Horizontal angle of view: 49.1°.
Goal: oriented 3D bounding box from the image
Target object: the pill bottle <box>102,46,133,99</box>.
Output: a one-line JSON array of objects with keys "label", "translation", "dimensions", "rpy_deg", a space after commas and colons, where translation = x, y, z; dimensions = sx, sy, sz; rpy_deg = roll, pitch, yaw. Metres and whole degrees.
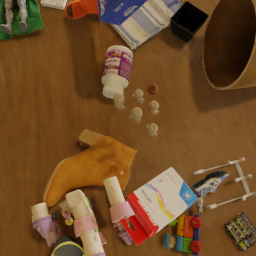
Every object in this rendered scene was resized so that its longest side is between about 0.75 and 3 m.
[{"label": "pill bottle", "translation": [-0.346, -1.639, 8.358], "dimensions": [0.813, 0.813, 1.448], "rpy_deg": [8, 74, 2]}]

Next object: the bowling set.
[{"label": "bowling set", "translation": [0.333, -0.425, 5.376], "dimensions": [1.122, 0.602, 0.781], "rpy_deg": [44, 80, 8]}]

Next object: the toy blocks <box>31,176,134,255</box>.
[{"label": "toy blocks", "translation": [-0.941, 2.573, 6.464], "dimensions": [2.320, 2.168, 1.953], "rpy_deg": [-18, 70, -8]}]

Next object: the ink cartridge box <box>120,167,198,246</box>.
[{"label": "ink cartridge box", "translation": [0.694, 1.961, 7.130], "dimensions": [1.852, 0.623, 1.076], "rpy_deg": [-29, 64, -23]}]

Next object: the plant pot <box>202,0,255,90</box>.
[{"label": "plant pot", "translation": [3.967, -2.355, 7.863], "dimensions": [2.809, 2.618, 2.618], "rpy_deg": [0, 74, -13]}]

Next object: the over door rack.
[{"label": "over door rack", "translation": [2.701, 1.505, 7.646], "dimensions": [1.473, 0.491, 1.088], "rpy_deg": [-15, 74, -4]}]

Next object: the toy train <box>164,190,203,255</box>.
[{"label": "toy train", "translation": [1.466, 2.412, 7.353], "dimensions": [0.930, 0.680, 1.606], "rpy_deg": [2, 74, 15]}]

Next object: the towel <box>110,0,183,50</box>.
[{"label": "towel", "translation": [0.572, -3.768, 9.251], "dimensions": [2.369, 0.282, 1.740], "rpy_deg": [-37, 75, -11]}]

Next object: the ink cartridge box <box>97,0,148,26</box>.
[{"label": "ink cartridge box", "translation": [-0.217, -3.733, 5.957], "dimensions": [0.586, 1.246, 2.651], "rpy_deg": [-1, 80, -35]}]

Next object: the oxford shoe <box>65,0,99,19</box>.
[{"label": "oxford shoe", "translation": [-1.091, -4.069, 9.038], "dimensions": [1.905, 0.679, 0.694], "rpy_deg": [-6, 43, 6]}]

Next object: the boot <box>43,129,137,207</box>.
[{"label": "boot", "translation": [-0.939, 1.314, 7.475], "dimensions": [1.776, 0.873, 2.480], "rpy_deg": [26, 71, 11]}]

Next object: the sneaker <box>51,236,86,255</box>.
[{"label": "sneaker", "translation": [-1.068, 3.873, 6.714], "dimensions": [1.075, 1.221, 2.886], "rpy_deg": [-15, 97, -13]}]

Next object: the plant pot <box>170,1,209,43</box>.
[{"label": "plant pot", "translation": [1.863, -3.249, 8.836], "dimensions": [0.878, 0.780, 0.880], "rpy_deg": [38, 78, 9]}]

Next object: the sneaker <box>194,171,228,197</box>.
[{"label": "sneaker", "translation": [2.327, 1.523, 7.740], "dimensions": [1.042, 0.394, 0.401], "rpy_deg": [-28, 94, -6]}]

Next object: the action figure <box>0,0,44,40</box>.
[{"label": "action figure", "translation": [-3.707, -4.416, 9.212], "dimensions": [1.719, 0.796, 2.911], "rpy_deg": [-9, 71, 1]}]

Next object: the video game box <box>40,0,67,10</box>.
[{"label": "video game box", "translation": [-2.465, -4.412, 9.473], "dimensions": [0.793, 0.186, 0.723], "rpy_deg": [13, 77, 3]}]

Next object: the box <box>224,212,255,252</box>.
[{"label": "box", "translation": [3.052, 2.758, 7.450], "dimensions": [0.631, 0.174, 0.788], "rpy_deg": [-32, 77, -8]}]
